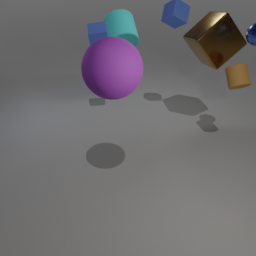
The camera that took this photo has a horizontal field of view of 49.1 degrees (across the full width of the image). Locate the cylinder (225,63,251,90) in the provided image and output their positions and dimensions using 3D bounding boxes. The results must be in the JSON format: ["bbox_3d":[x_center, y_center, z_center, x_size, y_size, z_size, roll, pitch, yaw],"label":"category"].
[{"bbox_3d":[3.632,-1.695,9.260,0.700,0.700,0.700,-9,-5,-1],"label":"cylinder"}]

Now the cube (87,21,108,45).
[{"bbox_3d":[-1.106,-3.455,10.464,0.700,0.700,0.700,-8,52,-1],"label":"cube"}]

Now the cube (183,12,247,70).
[{"bbox_3d":[3.151,-3.238,10.315,1.400,1.400,1.400,-41,24,9],"label":"cube"}]

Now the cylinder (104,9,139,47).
[{"bbox_3d":[-0.314,-4.481,13.015,1.400,1.400,1.400,-8,69,-13],"label":"cylinder"}]

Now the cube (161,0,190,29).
[{"bbox_3d":[1.759,-4.215,10.323,0.700,0.700,0.700,16,-9,-31],"label":"cube"}]

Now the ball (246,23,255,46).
[{"bbox_3d":[3.975,-2.861,8.554,0.700,0.700,0.700,0,30,0],"label":"ball"}]

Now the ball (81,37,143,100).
[{"bbox_3d":[-0.356,-1.346,6.378,1.400,1.400,1.400,0,30,0],"label":"ball"}]
